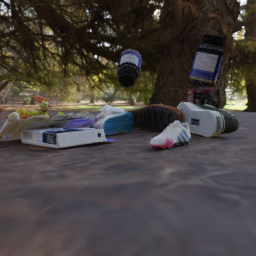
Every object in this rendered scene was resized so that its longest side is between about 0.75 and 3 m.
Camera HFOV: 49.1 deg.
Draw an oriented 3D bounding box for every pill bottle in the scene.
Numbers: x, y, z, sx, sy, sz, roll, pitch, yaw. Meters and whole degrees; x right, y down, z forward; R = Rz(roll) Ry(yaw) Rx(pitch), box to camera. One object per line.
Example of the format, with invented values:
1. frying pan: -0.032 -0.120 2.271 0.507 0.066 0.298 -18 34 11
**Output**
1. pill bottle: 0.059 -3.454 16.180 1.292 1.292 2.310 1 48 8
2. pill bottle: 3.748 -3.152 13.194 1.260 2.252 1.260 12 12 -3

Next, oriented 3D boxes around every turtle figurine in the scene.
1. turtle figurine: -3.860 -0.518 12.031 2.946 0.949 2.376 -17 -14 26

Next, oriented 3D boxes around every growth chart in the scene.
1. growth chart: -2.012 -0.073 7.590 2.881 0.255 2.085 -4 -15 -44

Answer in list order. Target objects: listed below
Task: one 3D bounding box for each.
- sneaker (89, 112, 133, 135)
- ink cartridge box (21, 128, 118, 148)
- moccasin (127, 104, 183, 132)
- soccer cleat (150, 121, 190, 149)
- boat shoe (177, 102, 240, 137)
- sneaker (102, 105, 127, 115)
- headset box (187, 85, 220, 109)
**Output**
1. sneaker: -0.471 -0.174 9.353 0.784 0.743 1.942 5 5 32
2. ink cartridge box: -1.446 0.188 6.945 1.721 0.377 1.737 2 4 45
3. moccasin: 1.037 -0.356 10.592 1.128 1.069 2.923 -13 1 -31
4. soccer cleat: 0.942 0.133 6.270 0.471 0.582 1.348 4 6 41
5. boat shoe: 2.476 -0.252 9.210 0.934 1.037 2.934 -1 12 -14
6. sneaker: -0.866 -1.015 19.410 1.096 1.040 2.722 13 12 27
7. headset box: 4.088 -1.308 15.262 1.561 2.098 0.810 -2 5 -13
